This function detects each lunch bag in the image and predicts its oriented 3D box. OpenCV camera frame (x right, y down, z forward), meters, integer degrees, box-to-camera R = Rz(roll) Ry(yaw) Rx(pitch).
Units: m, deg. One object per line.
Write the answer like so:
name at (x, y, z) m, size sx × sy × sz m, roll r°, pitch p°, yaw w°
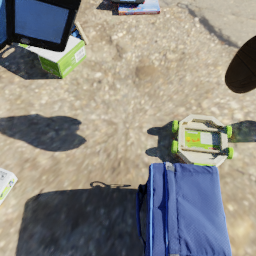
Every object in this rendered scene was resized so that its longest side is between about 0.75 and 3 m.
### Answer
lunch bag at (1.080, 2.027, 6.407) m, size 1.801 × 1.850 × 2.723 m, roll 1°, pitch 54°, yaw 1°

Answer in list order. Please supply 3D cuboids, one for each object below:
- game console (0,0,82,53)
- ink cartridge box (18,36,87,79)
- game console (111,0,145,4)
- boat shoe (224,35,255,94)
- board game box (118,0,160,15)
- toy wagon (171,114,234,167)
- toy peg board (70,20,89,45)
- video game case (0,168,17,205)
game console at (-2.760, -2.300, 7.087) m, size 2.607 × 2.965 × 1.725 m, roll 9°, pitch 74°, yaw -20°
ink cartridge box at (-2.850, -2.948, 10.685) m, size 2.029 × 0.769 × 1.500 m, roll 27°, pitch 59°, yaw 20°
game console at (0.071, -6.126, 13.106) m, size 1.564 × 0.243 × 1.383 m, roll 5°, pitch 41°, yaw 7°
boat shoe at (3.549, -1.958, 6.492) m, size 1.064 × 2.950 × 1.062 m, roll 49°, pitch 27°, yaw 25°
board game box at (0.504, -5.572, 12.932) m, size 1.879 × 0.183 × 0.967 m, roll -2°, pitch 53°, yaw -2°
toy wagon at (2.185, 0.572, 8.339) m, size 1.767 × 0.451 × 2.278 m, roll 6°, pitch 55°, yaw 5°
toy peg board at (-2.357, -3.839, 11.125) m, size 1.249 × 1.254 × 0.613 m, roll 39°, pitch 81°, yaw 24°
video game case at (-4.344, 1.720, 7.497) m, size 1.979 × 0.450 × 1.793 m, roll 18°, pitch 56°, yaw 13°
